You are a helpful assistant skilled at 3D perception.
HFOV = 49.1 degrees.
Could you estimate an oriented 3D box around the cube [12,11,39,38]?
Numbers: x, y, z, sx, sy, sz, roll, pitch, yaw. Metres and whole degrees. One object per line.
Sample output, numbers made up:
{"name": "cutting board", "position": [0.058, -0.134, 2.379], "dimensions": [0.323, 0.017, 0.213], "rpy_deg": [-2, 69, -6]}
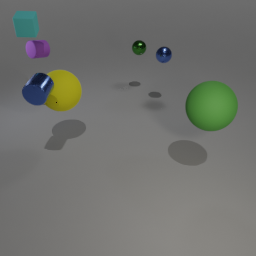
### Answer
{"name": "cube", "position": [-3.648, -3.729, 10.059], "dimensions": [0.700, 0.700, 0.700], "rpy_deg": [-1, 42, -5]}

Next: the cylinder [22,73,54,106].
{"name": "cylinder", "position": [-2.552, -1.112, 7.997], "dimensions": [0.700, 0.700, 0.700], "rpy_deg": [4, 39, 6]}

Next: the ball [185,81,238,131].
{"name": "ball", "position": [2.309, -0.608, 7.795], "dimensions": [1.400, 1.400, 1.400], "rpy_deg": [0, 31, 0]}

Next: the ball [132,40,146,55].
{"name": "ball", "position": [0.536, -3.861, 13.476], "dimensions": [0.700, 0.700, 0.700], "rpy_deg": [0, 31, 0]}

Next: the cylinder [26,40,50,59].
{"name": "cylinder", "position": [-3.680, -3.226, 11.456], "dimensions": [0.700, 0.700, 0.700], "rpy_deg": [22, 29, 32]}

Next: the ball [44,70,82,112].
{"name": "ball", "position": [-2.280, -1.259, 9.497], "dimensions": [1.400, 1.400, 1.400], "rpy_deg": [0, 31, 0]}

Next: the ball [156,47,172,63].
{"name": "ball", "position": [1.552, -3.166, 12.134], "dimensions": [0.700, 0.700, 0.700], "rpy_deg": [0, 31, 0]}
